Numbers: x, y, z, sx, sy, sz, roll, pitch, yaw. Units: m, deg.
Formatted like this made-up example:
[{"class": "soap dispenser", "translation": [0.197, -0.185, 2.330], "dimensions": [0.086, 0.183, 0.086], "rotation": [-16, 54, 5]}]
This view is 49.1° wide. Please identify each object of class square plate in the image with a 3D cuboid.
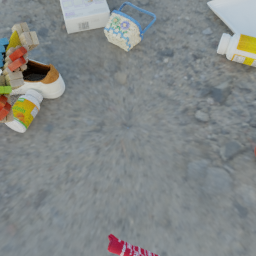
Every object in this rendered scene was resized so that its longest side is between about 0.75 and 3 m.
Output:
[{"class": "square plate", "translation": [4.444, -4.058, 10.126], "dimensions": [2.365, 0.340, 2.388], "rotation": [-22, 63, -12]}]

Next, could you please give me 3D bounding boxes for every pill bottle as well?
[{"class": "pill bottle", "translation": [-2.920, -0.511, 7.944], "dimensions": [0.646, 0.646, 1.162], "rotation": [18, 62, 10]}, {"class": "pill bottle", "translation": [3.700, -2.521, 8.957], "dimensions": [1.531, 0.863, 0.863], "rotation": [17, 62, 10]}]

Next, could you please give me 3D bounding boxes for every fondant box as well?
[{"class": "fondant box", "translation": [-1.646, -4.542, 10.229], "dimensions": [1.573, 0.635, 2.180], "rotation": [-13, 62, -7]}]

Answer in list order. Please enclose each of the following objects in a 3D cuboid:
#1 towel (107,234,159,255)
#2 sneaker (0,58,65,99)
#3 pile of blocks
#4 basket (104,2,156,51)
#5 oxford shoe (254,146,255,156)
[{"class": "towel", "translation": [0.432, 1.885, 3.963], "dimensions": [1.572, 1.137, 0.177], "rotation": [21, 72, 3]}, {"class": "sneaker", "translation": [-3.441, -1.633, 8.238], "dimensions": [2.998, 1.269, 1.092], "rotation": [2, 62, 3]}, {"class": "pile of blocks", "translation": [-2.683, -1.272, 6.051], "dimensions": [1.060, 0.803, 2.583], "rotation": [20, 74, -34]}, {"class": "basket", "translation": [0.039, -3.435, 9.356], "dimensions": [1.322, 1.043, 1.499], "rotation": [31, 75, 19]}, {"class": "oxford shoe", "translation": [4.702, 0.818, 7.164], "dimensions": [2.910, 1.025, 1.088], "rotation": [20, 41, 8]}]
